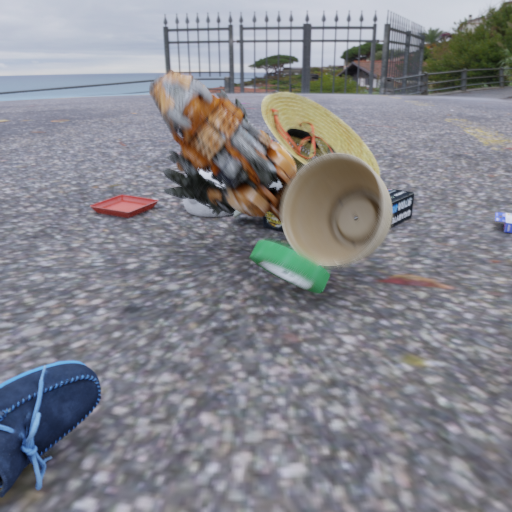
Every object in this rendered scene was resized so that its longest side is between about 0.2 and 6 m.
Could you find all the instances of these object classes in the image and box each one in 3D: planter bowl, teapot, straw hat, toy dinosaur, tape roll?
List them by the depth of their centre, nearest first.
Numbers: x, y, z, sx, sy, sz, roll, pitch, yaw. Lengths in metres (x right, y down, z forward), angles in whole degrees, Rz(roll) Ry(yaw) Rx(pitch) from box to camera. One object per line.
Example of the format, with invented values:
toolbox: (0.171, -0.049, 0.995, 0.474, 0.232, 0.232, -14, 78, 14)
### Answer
tape roll: (0.554, 0.184, 9.264, 1.321, 0.318, 1.321, 25, -9, 4)
planter bowl: (1.583, -0.734, 9.883, 1.903, 1.903, 1.281, 15, 4, 34)
toy dinosaur: (-0.300, -1.549, 10.724, 2.374, 4.648, 3.155, -34, 27, -13)
straw hat: (1.131, -2.244, 13.061, 3.385, 1.433, 3.385, 24, 38, -21)
teapot: (-1.092, -1.807, 14.604, 1.708, 1.264, 1.731, -2, 20, -6)

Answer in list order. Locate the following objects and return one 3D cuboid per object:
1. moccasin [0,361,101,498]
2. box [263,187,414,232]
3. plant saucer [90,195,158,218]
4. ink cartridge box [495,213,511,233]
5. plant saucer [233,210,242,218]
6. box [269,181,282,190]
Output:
moccasin: (-2.532, 1.980, 5.351, 0.874, 1.032, 2.564, 16, 39, 44)
box: (2.048, -1.145, 13.627, 2.453, 0.710, 3.086, 16, 26, 36)
plant saucer: (-3.436, -1.284, 14.681, 1.291, 0.237, 1.294, 10, 24, 25)
ink cartridge box: (6.354, -0.724, 13.136, 1.439, 0.302, 0.859, 11, 23, 19)
plant saucer: (-0.116, -1.338, 13.588, 1.156, 0.290, 1.156, -31, 4, 3)
box: (0.543, -2.713, 16.930, 0.628, 1.288, 0.801, 0, 21, 1)
